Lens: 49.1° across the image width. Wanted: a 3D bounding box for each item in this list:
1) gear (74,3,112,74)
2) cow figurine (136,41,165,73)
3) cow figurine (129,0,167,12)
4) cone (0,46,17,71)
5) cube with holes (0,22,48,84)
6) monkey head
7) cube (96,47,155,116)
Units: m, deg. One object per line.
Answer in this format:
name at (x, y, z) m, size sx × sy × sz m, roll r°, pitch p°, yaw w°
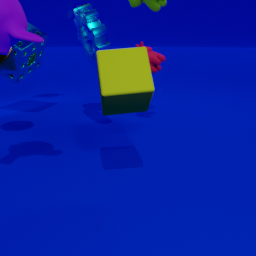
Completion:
gear at (-0.881, -2.205, 7.097) m, size 0.315 × 1.705 × 1.705 m, roll -25°, pitch 24°, yaw -14°
cow figurine at (0.522, -1.984, 7.857) m, size 1.005 × 0.561 × 1.022 m, roll 30°, pitch 29°, yaw 9°
cow figurine at (0.514, -3.713, 7.513) m, size 1.237 × 1.258 × 0.690 m, roll 41°, pitch 58°, yaw 3°
cone at (-2.920, -1.608, 6.671) m, size 0.965 × 0.965 × 0.969 m, roll 4°, pitch -18°, yaw 13°
cube with holes at (-3.518, -2.456, 8.645) m, size 1.308 × 1.308 × 1.308 m, roll 31°, pitch 43°, yaw 0°
monkey head at (-2.046, -1.576, 4.022) m, size 0.924 × 1.534 × 1.103 m, roll -40°, pitch 12°, yaw 24°
cube at (-0.070, -0.731, 4.519) m, size 0.782 × 0.782 × 0.782 m, roll -6°, pitch -20°, yaw -6°
